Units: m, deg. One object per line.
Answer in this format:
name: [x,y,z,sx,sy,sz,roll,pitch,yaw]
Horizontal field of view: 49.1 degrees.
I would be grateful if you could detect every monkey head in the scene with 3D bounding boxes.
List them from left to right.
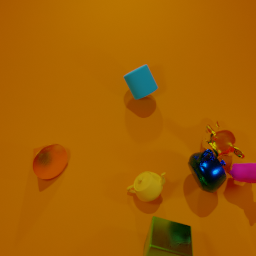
monkey head: [2.603,0.274,7.908,0.931,1.112,1.545,-20,44,-2]

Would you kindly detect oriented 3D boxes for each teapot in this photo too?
teapot: [0.536,1.501,7.469,1.328,0.650,0.826,-26,34,29]
teapot: [2.134,1.118,7.313,0.865,1.767,1.099,-26,45,1]

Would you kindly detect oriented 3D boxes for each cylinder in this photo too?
cylinder: [0.393,-1.408,8.616,0.810,0.810,0.810,-31,102,-13]

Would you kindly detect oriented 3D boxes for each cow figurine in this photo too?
cow figurine: [3.179,1.150,7.054,1.151,1.132,0.632,0,85,17]

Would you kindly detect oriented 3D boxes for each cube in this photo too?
cube: [0.907,2.862,6.571,0.977,0.977,0.977,14,24,4]

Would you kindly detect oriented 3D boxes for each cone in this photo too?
cone: [-2.452,0.772,7.984,1.038,1.034,1.034,23,64,42]
